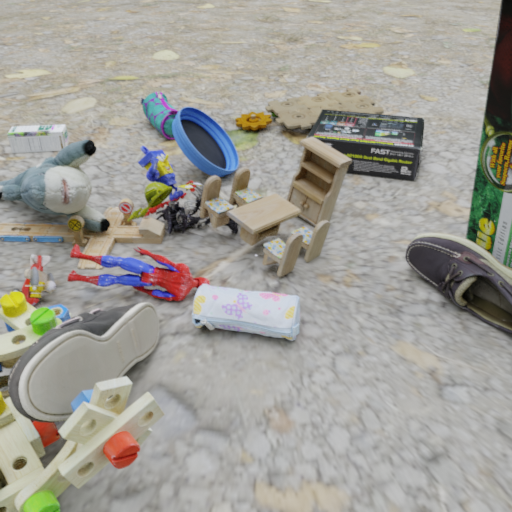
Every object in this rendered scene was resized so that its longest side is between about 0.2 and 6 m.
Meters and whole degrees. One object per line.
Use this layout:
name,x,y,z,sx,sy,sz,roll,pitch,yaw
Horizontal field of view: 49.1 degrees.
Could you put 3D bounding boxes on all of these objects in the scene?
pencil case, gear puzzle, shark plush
pencil case,-2.305,-3.532,14.004,0.725,0.787,1.703,-7,35,-27
gear puzzle,1.289,-3.559,14.421,3.715,0.487,1.924,-12,38,-12
shark plush,-4.001,-1.338,9.863,3.432,1.559,1.429,21,29,39
pencil case,-0.128,0.774,7.708,1.498,0.623,0.679,6,17,7

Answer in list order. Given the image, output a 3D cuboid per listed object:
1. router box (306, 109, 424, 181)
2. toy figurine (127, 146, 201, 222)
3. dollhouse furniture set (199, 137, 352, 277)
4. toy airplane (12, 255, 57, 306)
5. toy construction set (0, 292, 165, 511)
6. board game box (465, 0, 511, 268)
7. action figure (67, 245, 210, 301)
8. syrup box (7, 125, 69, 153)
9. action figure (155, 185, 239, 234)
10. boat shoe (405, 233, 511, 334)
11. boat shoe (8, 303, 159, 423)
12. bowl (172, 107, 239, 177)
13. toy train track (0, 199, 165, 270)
router box,2.457,-2.520,12.501,2.458,0.764,1.842,9,35,14
toy figurine,-1.831,-1.381,9.750,0.966,1.098,1.832,-30,3,20
dollhouse furniture set,0.492,-1.010,9.448,1.930,1.367,2.101,37,42,28
toy airplane,-3.193,0.348,8.280,0.528,0.745,0.748,20,35,4
toy construction set,-2.351,1.596,5.925,2.086,1.465,3.181,-25,30,-33
board game box,3.818,-1.012,7.122,0.500,4.260,2.232,-26,42,-22
action figure,-1.692,0.264,8.322,2.031,0.665,0.525,11,14,-7
syrup box,-5.064,-2.738,13.074,1.242,0.506,0.489,-5,35,-5
action figure,-1.067,-0.809,9.965,1.546,0.789,0.919,4,38,1
boat shoe,3.119,0.394,8.127,0.757,0.840,2.336,-24,46,-39
boat shoe,-2.010,1.173,6.438,0.798,0.936,2.799,-8,6,16
bowl,-1.074,-2.379,11.814,1.678,0.329,1.678,36,34,-29
toy train track,-3.404,-0.581,9.802,3.539,0.576,2.030,1,34,2
